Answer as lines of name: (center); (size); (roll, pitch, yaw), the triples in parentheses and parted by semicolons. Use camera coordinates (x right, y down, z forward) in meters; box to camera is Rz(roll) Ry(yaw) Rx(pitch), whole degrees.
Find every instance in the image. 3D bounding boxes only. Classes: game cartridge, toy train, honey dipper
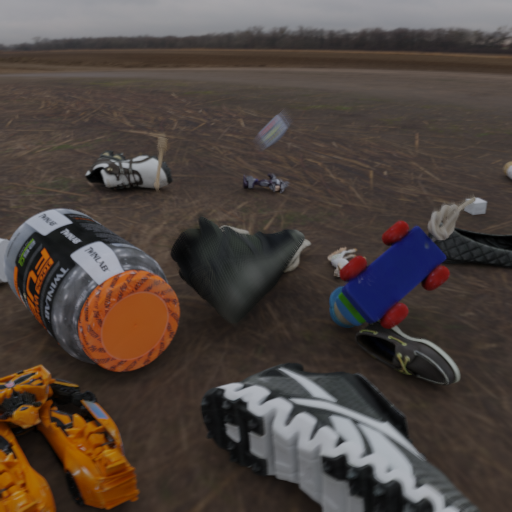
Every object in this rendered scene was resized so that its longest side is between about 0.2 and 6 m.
game cartridge: (0.402, -2.940, 13.317); (0.466, 0.700, 0.143); (56, 33, 11)
toy train: (2.285, 0.139, 8.797); (2.612, 1.511, 1.106); (-37, 82, -20)
honey dipper: (-1.690, -1.622, 9.776); (0.166, 0.873, 0.166); (9, -3, 0)

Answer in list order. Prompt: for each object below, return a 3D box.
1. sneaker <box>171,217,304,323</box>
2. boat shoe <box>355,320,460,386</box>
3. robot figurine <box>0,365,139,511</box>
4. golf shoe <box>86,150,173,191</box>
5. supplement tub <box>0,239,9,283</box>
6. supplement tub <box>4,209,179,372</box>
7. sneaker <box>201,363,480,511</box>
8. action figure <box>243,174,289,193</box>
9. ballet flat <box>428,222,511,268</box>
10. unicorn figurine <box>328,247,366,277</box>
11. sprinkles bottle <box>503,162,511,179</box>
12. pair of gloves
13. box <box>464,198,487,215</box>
sneaker: (-0.276, -0.105, 9.439); (1.689, 1.127, 2.949); (37, 32, 11)
boat shoe: (2.080, 1.412, 7.879); (0.491, 0.581, 1.630); (-24, 29, -24)
robot figurine: (-2.440, 2.038, 6.211); (1.834, 0.736, 2.530); (-16, 29, -36)
golf shoe: (-3.585, -2.207, 15.731); (2.645, 1.028, 1.250); (9, 41, 28)
supplement tub: (-5.257, 0.090, 10.339); (1.296, 0.942, 0.942); (0, 24, 2)
supplement tub: (-2.503, 0.468, 8.473); (1.780, 1.780, 2.905); (-18, 29, -35)
sneaker: (1.113, 1.983, 5.791); (3.552, 1.180, 1.607); (20, 33, 41)
action figure: (0.287, -2.055, 15.795); (1.326, 0.460, 0.863); (3, 18, -2)
ballet flat: (4.904, -0.258, 11.283); (2.835, 0.805, 0.942); (1, 24, 3)
unicorn figurine: (1.746, 0.163, 10.939); (0.768, 0.413, 1.119); (-17, 13, -13)
sprinkles bottle: (7.751, -2.397, 16.511); (0.467, 0.467, 1.370); (1, 24, 2)
pair of gloves: (-0.258, -0.136, 11.412); (2.308, 0.405, 1.963); (15, 28, 27)
box: (5.521, -1.248, 14.110); (0.372, 0.320, 0.374); (-7, 25, -16)
